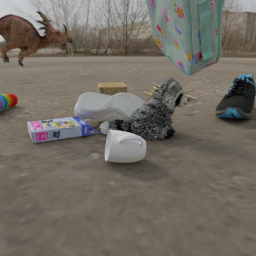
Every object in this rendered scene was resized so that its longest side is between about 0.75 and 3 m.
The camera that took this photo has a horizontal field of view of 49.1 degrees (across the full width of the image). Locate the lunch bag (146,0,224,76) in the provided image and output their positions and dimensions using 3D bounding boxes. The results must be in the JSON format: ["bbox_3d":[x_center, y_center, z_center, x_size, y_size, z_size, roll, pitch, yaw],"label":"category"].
[{"bbox_3d":[1.419,-2.808,7.006,1.085,2.815,2.257,-30,50,-8],"label":"lunch bag"}]

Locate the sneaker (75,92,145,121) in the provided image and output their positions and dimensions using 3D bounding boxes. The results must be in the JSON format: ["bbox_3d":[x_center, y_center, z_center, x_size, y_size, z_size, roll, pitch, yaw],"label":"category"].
[{"bbox_3d":[-0.463,-0.498,8.137,2.215,0.833,0.980,7,-27,-24],"label":"sneaker"}]

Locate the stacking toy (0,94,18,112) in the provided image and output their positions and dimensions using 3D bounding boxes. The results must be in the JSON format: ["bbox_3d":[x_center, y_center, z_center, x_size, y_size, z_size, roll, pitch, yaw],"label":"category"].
[{"bbox_3d":[-4.295,-0.906,9.532,0.725,0.725,1.698,2,13,6],"label":"stacking toy"}]

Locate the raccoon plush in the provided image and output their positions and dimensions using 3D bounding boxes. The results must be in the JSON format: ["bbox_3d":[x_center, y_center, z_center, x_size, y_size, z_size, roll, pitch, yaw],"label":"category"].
[{"bbox_3d":[0.396,-0.517,6.860,2.161,1.448,1.045,-4,17,-11],"label":"raccoon plush"}]

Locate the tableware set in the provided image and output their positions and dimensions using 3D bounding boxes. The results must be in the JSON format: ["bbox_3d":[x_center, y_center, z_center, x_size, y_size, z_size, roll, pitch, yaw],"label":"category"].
[{"bbox_3d":[1.794,-1.619,12.113,1.570,0.476,2.375,-5,18,-17],"label":"tableware set"}]

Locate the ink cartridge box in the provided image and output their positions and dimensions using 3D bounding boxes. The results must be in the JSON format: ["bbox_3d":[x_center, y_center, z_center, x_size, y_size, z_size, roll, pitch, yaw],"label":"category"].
[{"bbox_3d":[-1.658,-0.006,7.151,1.633,0.343,0.975,-6,18,-25],"label":"ink cartridge box"}]

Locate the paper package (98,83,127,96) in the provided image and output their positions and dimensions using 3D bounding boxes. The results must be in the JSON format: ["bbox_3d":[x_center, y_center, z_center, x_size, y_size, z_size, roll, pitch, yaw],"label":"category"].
[{"bbox_3d":[-0.644,-1.457,11.345,1.153,0.626,1.210,-2,18,-8],"label":"paper package"}]

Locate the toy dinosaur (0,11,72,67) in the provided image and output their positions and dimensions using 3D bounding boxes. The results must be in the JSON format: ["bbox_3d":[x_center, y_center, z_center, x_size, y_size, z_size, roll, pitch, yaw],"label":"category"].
[{"bbox_3d":[-2.857,-2.623,7.668,1.013,1.600,2.361,55,23,19],"label":"toy dinosaur"}]

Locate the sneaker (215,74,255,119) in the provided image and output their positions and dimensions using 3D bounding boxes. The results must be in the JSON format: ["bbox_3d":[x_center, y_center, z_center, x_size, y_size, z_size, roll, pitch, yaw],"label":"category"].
[{"bbox_3d":[3.499,-1.042,9.022,1.070,1.197,2.922,8,19,25],"label":"sneaker"}]

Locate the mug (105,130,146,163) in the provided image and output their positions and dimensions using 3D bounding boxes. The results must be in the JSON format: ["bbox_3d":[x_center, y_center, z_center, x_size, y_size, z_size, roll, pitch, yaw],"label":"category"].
[{"bbox_3d":[-0.010,0.333,5.315,0.715,0.602,0.815,8,-28,-13],"label":"mug"}]
